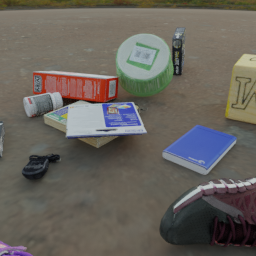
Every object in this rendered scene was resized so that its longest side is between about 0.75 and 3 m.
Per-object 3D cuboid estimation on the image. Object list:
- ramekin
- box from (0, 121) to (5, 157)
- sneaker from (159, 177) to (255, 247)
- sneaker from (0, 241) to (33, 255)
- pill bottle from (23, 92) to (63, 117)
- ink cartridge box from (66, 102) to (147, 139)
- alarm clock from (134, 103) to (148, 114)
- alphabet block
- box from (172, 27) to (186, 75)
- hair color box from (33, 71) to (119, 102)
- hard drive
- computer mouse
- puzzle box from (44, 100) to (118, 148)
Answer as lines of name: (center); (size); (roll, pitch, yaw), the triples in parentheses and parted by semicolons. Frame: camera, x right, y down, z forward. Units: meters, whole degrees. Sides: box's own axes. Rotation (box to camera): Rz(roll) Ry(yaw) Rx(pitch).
ramekin: (0.594, -2.426, 10.579); (2.254, 1.101, 2.254); (-2, 71, 7)
box: (-3.957, 0.346, 7.438); (1.180, 0.372, 1.496); (-8, 28, -15)
sneaker: (2.025, 1.596, 4.428); (2.805, 1.061, 1.620); (-11, 33, -21)
sneaker: (-1.684, 1.954, 3.728); (2.365, 1.046, 0.951); (18, 34, 32)
pill bottle: (-2.809, -0.804, 9.317); (1.143, 0.651, 0.651); (-17, 32, -28)
ink cartridge box: (-0.652, -0.121, 7.617); (1.984, 0.472, 2.007); (-2, 30, -8)
alarm clock: (0.171, -0.588, 9.260); (0.982, 0.327, 0.662); (-4, 28, -4)
alphabet block: (4.297, -1.209, 8.870); (1.830, 1.797, 1.787); (14, 30, 25)
box: (2.470, -3.743, 13.542); (0.526, 1.726, 2.142); (5, 34, 13)
hair color box: (-1.878, -1.562, 10.242); (2.776, 0.850, 1.409); (9, 14, 15)
hard drive: (1.905, 0.492, 7.322); (1.200, 0.231, 1.818); (21, 34, 34)
computer mouse: (-2.065, 0.932, 6.499); (0.775, 0.295, 1.119); (-1, 16, 2)
puzzle box: (-1.211, -0.213, 8.569); (2.387, 0.303, 1.588); (21, 35, 35)
